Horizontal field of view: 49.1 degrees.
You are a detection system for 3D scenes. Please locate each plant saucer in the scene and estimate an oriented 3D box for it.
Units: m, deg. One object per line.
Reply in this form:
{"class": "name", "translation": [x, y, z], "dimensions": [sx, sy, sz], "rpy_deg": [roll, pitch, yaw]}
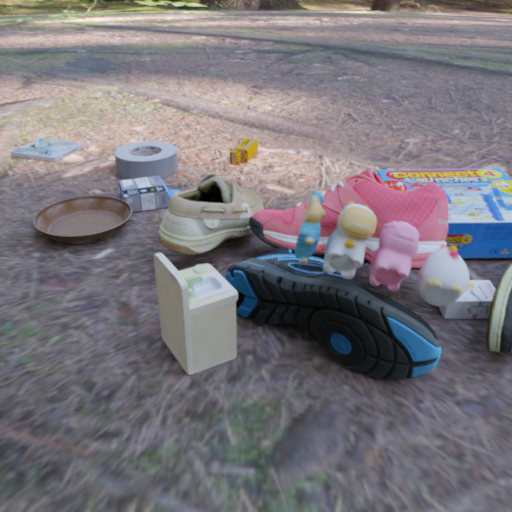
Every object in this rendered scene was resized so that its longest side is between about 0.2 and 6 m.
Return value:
{"class": "plant saucer", "translation": [-3.153, -0.634, 10.297], "dimensions": [1.743, 0.319, 1.743], "rpy_deg": [1, 30, 0]}

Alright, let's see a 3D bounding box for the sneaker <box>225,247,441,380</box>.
{"class": "sneaker", "translation": [1.048, 0.536, 7.356], "dimensions": [3.090, 1.131, 1.266], "rpy_deg": [23, 37, 35]}

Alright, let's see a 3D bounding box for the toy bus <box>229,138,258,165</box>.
{"class": "toy bus", "translation": [-0.309, -2.544, 13.669], "dimensions": [0.430, 0.358, 1.100], "rpy_deg": [9, 30, 14]}

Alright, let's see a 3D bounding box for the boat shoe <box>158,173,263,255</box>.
{"class": "boat shoe", "translation": [-0.600, -0.864, 9.423], "dimensions": [1.047, 0.943, 2.903], "rpy_deg": [21, 24, 20]}

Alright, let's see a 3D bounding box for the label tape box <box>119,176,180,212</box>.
{"class": "label tape box", "translation": [-2.090, -1.284, 11.373], "dimensions": [1.247, 0.395, 0.899], "rpy_deg": [-10, 31, -16]}

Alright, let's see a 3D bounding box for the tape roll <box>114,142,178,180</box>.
{"class": "tape roll", "translation": [-2.534, -2.217, 12.965], "dimensions": [1.422, 0.470, 1.422], "rpy_deg": [0, 29, 0]}

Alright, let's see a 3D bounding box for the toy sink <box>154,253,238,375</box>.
{"class": "toy sink", "translation": [-0.729, 0.619, 7.000], "dimensions": [0.754, 1.347, 0.878], "rpy_deg": [-16, 32, -26]}

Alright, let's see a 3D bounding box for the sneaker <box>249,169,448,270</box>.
{"class": "sneaker", "translation": [1.419, -0.647, 8.686], "dimensions": [3.261, 1.414, 1.202], "rpy_deg": [9, 4, 30]}

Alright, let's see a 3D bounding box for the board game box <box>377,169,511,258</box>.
{"class": "board game box", "translation": [3.578, -0.830, 10.144], "dimensions": [2.470, 0.690, 2.419], "rpy_deg": [-1, 30, 1]}

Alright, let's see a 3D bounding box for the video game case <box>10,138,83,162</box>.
{"class": "video game case", "translation": [-5.251, -2.680, 14.120], "dimensions": [1.310, 0.144, 1.194], "rpy_deg": [10, 31, 17]}

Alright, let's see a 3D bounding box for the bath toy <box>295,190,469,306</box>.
{"class": "bath toy", "translation": [1.471, -0.101, 6.351], "dimensions": [1.993, 0.867, 0.737], "rpy_deg": [20, 54, -2]}

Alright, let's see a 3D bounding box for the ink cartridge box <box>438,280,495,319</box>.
{"class": "ink cartridge box", "translation": [3.132, 0.618, 8.042], "dimensions": [0.979, 0.330, 0.570], "rpy_deg": [0, 29, 0]}

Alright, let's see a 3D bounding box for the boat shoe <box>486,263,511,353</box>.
{"class": "boat shoe", "translation": [3.904, 0.519, 7.550], "dimensions": [0.914, 0.994, 2.783], "rpy_deg": [16, 28, 35]}
